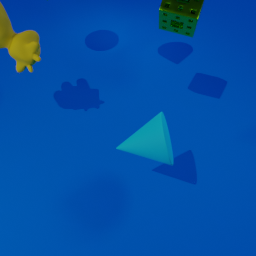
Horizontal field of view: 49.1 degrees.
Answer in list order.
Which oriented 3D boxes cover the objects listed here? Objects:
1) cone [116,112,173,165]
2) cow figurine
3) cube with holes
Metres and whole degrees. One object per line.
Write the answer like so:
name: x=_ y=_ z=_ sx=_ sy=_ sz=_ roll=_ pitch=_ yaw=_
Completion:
cone: x=0.249 y=0.287 z=5.197 sx=0.994 sy=0.991 sz=0.991 roll=-12 pitch=52 yaw=13
cow figurine: x=-2.742 y=-1.926 z=5.855 sx=1.708 sy=0.953 sz=1.736 roll=55 pitch=34 yaw=7
cube with holes: x=1.139 y=-2.526 z=5.868 sx=0.789 sy=0.789 sz=0.789 roll=17 pitch=84 yaw=8
